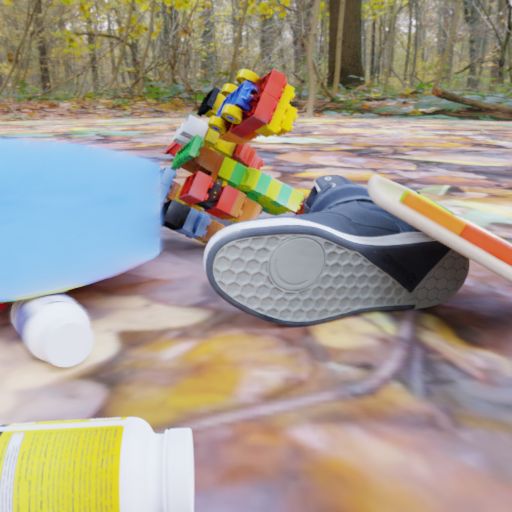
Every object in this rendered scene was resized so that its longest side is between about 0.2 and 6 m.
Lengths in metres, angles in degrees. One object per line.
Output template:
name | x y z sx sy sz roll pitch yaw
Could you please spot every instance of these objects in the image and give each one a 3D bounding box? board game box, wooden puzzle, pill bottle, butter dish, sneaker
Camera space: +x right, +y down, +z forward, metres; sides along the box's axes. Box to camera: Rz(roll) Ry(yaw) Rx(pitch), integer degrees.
board game box | -3.765 -0.342 8.106 4.692 1.156 5.939 1 27 -10
wooden puzzle | 2.490 -0.193 6.453 2.263 0.421 2.093 40 18 23
pill bottle | -1.043 1.390 3.474 1.289 0.725 0.725 -2 17 -4
butter dish | -2.509 -3.874 20.374 1.343 0.996 1.347 -39 6 11
sneaker | 0.685 -0.234 7.399 3.388 1.288 2.448 3 25 -24
pill bottle | -2.092 0.729 5.784 0.629 0.629 1.051 -11 20 -33

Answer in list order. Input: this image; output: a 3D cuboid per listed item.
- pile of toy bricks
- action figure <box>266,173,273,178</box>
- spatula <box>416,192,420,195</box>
pile of toy bricks | -0.231 -1.367 10.496 2.543 2.858 5.151 25 -7 -18
action figure | -0.092 -2.076 15.312 1.337 0.464 0.870 7 11 9
spatula | 3.592 -1.268 13.044 0.533 0.194 1.885 8 19 23
